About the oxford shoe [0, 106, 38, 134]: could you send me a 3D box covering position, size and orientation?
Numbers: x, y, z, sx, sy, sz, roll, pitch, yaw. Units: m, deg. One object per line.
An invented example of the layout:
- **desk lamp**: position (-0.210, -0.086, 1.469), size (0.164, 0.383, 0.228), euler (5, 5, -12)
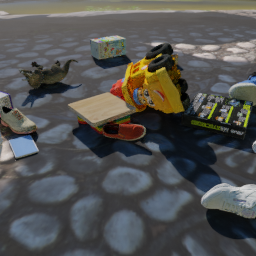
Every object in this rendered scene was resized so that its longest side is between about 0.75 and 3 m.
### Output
- **oxford shoe**: position (-3.744, -0.281, 9.424), size (1.708, 0.630, 0.604), euler (17, 35, 26)

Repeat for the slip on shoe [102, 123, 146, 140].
- **slip on shoe**: position (-0.153, 0.093, 8.800), size (1.417, 0.434, 0.525), euler (3, 75, 13)

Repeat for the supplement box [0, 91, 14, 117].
- **supplement box**: position (-4.975, -0.729, 10.099), size (0.722, 0.707, 1.397), euler (16, 35, 25)

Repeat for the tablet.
- **tablet**: position (-3.207, 0.553, 8.589), size (0.677, 0.071, 1.041), euler (-17, 36, -26)

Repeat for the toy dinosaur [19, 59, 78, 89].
- **toy dinosaur**: position (-3.587, -2.475, 12.952), size (2.898, 1.115, 1.482), euler (-12, 44, -29)

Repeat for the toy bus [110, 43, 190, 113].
- **toy bus**: position (0.655, -1.558, 10.431), size (2.824, 1.996, 2.942), euler (-20, 28, 17)

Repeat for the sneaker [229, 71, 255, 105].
- **sneaker**: position (4.976, -1.646, 11.317), size (2.527, 0.970, 1.406), euler (-3, 37, -13)

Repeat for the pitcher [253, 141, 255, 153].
- **pitcher**: position (4.014, 0.509, 8.323), size (0.811, 0.492, 0.696), euler (-6, 21, -30)

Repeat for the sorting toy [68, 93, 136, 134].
- **sorting toy**: position (-0.912, -0.505, 9.825), size (1.728, 0.601, 1.717), euler (-22, 37, -32)

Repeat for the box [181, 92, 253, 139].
- **box**: position (3.225, -0.537, 9.992), size (2.106, 0.518, 2.180), euler (16, 34, 21)

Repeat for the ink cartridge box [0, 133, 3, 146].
- **ink cartridge box**: position (-4.755, 0.422, 8.221), size (1.583, 0.665, 1.152), euler (4, 31, 7)

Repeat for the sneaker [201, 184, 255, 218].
- **sneaker**: position (2.438, 1.650, 6.282), size (1.534, 0.574, 0.764), euler (-3, 31, -6)

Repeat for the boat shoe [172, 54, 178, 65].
- **boat shoe**: position (1.808, -3.795, 15.285), size (1.855, 0.599, 0.661), euler (1, 31, 2)

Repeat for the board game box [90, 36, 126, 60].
- **board game box**: position (-1.164, -4.786, 16.560), size (1.876, 0.984, 0.967), euler (-19, 36, -29)
